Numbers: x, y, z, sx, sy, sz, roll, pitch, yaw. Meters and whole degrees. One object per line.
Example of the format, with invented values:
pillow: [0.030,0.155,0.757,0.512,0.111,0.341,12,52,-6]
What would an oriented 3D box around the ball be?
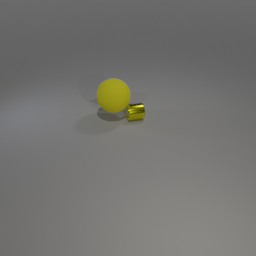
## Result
ball: [-0.597,-1.345,11.608,1.400,1.400,1.400,0,33,0]

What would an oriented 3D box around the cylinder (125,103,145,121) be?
cylinder: [0.305,-0.704,12.032,0.700,0.700,0.700,-8,34,-12]

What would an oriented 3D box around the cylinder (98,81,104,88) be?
cylinder: [-0.948,-1.798,13.330,0.700,0.700,0.700,-26,68,-34]
